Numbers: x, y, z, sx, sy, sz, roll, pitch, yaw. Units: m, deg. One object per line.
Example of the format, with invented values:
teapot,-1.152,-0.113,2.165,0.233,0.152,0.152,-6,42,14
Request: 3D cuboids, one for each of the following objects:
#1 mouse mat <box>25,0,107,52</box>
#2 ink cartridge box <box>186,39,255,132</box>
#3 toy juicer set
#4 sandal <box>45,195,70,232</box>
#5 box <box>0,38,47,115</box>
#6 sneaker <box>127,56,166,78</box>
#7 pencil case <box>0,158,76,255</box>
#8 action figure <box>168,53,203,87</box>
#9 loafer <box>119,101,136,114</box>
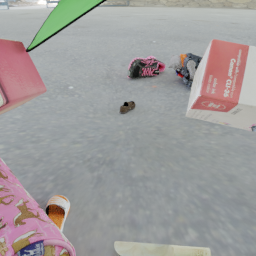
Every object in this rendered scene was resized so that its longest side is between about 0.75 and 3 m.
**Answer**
mouse mat,-0.771,-2.519,5.267,2.204,0.103,2.739,-24,37,22
ink cartridge box,2.159,-0.380,3.966,2.414,0.815,1.406,13,-7,7
toy juicer set,0.903,2.151,3.471,1.687,0.721,2.651,-7,29,-13
sandal,-1.297,1.526,5.069,0.415,0.310,1.082,-2,28,-4
box,-2.265,-0.665,4.238,1.199,1.022,1.875,-24,11,11
sneaker,0.878,-2.639,12.473,1.048,0.868,2.198,32,42,28
pencil case,-2.027,1.404,4.336,1.222,1.277,2.951,-39,42,-22
action figure,3.012,-2.664,11.824,2.685,1.452,2.776,7,27,-6
loafer,0.007,-0.743,9.328,0.306,0.298,0.839,13,31,23
